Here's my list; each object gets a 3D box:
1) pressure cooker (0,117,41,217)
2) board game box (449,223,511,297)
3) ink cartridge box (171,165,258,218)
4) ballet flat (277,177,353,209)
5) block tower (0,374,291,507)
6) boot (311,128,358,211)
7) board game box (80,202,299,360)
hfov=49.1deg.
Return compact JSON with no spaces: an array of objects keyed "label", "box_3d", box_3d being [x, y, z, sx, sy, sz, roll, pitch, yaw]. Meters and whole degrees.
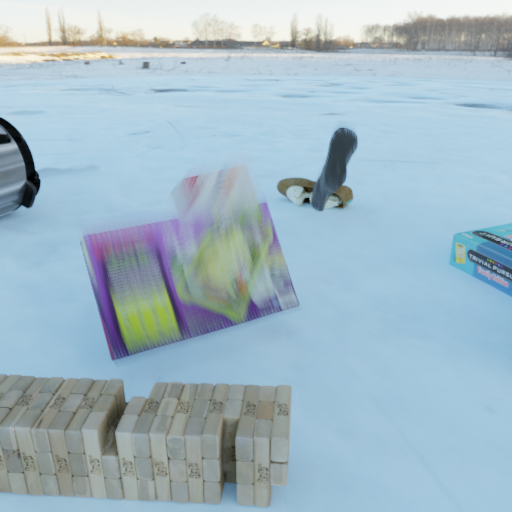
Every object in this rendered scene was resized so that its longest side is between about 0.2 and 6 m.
[{"label":"pressure cooker","box_3d":[-6.285,-1.883,12.210,2.445,2.407,2.737,-12,15,27]},{"label":"board game box","box_3d":[5.261,0.018,9.889,2.792,0.655,2.108,-10,25,-22]},{"label":"ink cartridge box","box_3d":[-0.776,-1.052,10.764,1.322,0.960,0.956,-17,-4,-25]},{"label":"ballet flat","box_3d":[1.360,-1.462,13.656,1.969,0.668,0.712,11,44,16]},{"label":"block tower","box_3d":[-1.212,1.772,5.460,3.070,0.829,0.887,2,22,5]},{"label":"boot","box_3d":[1.677,-1.978,12.684,0.627,1.183,1.797,26,59,-4]},{"label":"board game box","box_3d":[-0.841,0.268,7.725,2.741,1.645,0.443,-13,-5,-27]}]
